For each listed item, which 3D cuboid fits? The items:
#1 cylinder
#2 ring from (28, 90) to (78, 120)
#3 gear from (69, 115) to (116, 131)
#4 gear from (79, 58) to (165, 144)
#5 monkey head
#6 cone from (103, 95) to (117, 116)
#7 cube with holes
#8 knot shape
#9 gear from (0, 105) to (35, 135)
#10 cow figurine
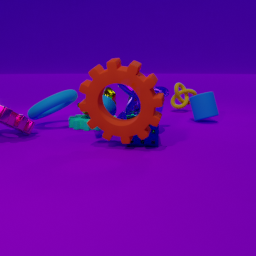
[{"bbox_3d":[2.629,-0.745,9.703,0.833,0.833,0.833,-13,-3,-1],"label":"cylinder"},{"bbox_3d":[-2.369,-0.732,8.870,1.677,0.335,1.677,-28,3,2],"label":"ring"},{"bbox_3d":[-1.130,-0.212,9.058,1.520,0.281,1.520,0,12,0],"label":"gear"},{"bbox_3d":[-0.152,-0.548,6.047,1.821,1.821,0.337,3,26,15],"label":"gear"},{"bbox_3d":[0.298,-0.771,7.964,1.975,1.421,1.190,-38,-7,-6],"label":"monkey head"},{"bbox_3d":[-0.803,-0.309,7.462,0.844,0.844,0.847,3,41,12],"label":"cone"},{"bbox_3d":[0.370,0.002,6.951,0.762,0.762,0.762,1,12,4],"label":"cube with holes"},{"bbox_3d":[2.400,-1.329,11.856,1.061,1.134,0.524,6,-1,-7],"label":"knot shape"},{"bbox_3d":[-3.388,-0.352,7.394,1.822,0.337,1.822,22,-12,5],"label":"gear"},{"bbox_3d":[-0.972,-0.860,9.344,0.675,1.229,1.209,47,10,23],"label":"cow figurine"}]
